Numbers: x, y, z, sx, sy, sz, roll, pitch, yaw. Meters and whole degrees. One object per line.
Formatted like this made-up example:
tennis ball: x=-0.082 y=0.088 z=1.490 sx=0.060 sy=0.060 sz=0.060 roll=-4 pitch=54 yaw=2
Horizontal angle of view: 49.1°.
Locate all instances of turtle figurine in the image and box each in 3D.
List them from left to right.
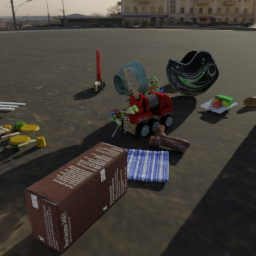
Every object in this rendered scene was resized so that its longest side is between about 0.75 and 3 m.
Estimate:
turtle figurine: x=-0.067 y=-0.223 z=7.630 sx=0.591 sy=0.796 sz=0.821 roll=17 pitch=51 yaw=-45
turtle figurine: x=0.946 y=-1.990 z=12.943 sx=1.279 sy=0.921 sz=1.241 roll=0 pitch=20 yaw=-8

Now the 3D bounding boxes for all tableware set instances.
tableware set: x=-3.315 y=0.240 z=8.792 sx=1.945 sy=0.298 sz=1.310 roll=18 pitch=27 yaw=37

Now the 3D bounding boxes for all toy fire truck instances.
toy fire truck: x=0.546 y=-0.948 z=9.244 sx=1.765 sy=2.005 sz=1.290 roll=-19 pitch=30 yaw=-37

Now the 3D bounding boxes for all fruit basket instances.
fruit basket: x=3.621 y=-0.894 z=11.179 sx=1.106 sy=0.518 sz=1.024 roll=-32 pitch=36 yaw=-24

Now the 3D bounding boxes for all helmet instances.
helmet: x=2.770 y=-2.425 z=12.473 sx=2.008 sy=2.106 sz=2.106 roll=-33 pitch=26 yaw=5

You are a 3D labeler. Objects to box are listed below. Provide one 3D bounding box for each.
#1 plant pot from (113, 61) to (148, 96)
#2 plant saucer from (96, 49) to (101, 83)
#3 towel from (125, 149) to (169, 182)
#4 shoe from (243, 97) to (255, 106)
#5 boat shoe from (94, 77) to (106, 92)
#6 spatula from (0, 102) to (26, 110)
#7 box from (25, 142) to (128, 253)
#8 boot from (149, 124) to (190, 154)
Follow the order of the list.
plant pot: x=0.017 y=-1.620 z=9.796 sx=0.830 sy=1.239 sz=1.239 roll=-25 pitch=33 yaw=-26
plant saucer: x=-0.965 y=-2.038 z=9.265 sx=0.159 sy=0.865 sz=0.867 roll=-1 pitch=-8 yaw=-5
towel: x=0.113 y=0.905 z=7.325 sx=1.902 sy=0.227 sz=1.377 roll=4 pitch=25 yaw=8
shoe: x=5.241 y=-1.096 z=11.729 sx=1.181 sy=0.413 sz=0.315 roll=-13 pitch=-16 yaw=-22
boat shoe: x=-1.338 y=-2.150 z=13.813 sx=0.504 sy=0.548 sz=1.533 roll=8 pitch=27 yaw=-1
spatula: x=-5.300 y=-0.940 z=11.359 sx=1.975 sy=0.159 sz=1.373 roll=2 pitch=16 yaw=6
box: x=-0.872 y=1.224 z=5.554 sx=0.813 sy=1.087 sz=2.171 roll=15 pitch=29 yaw=30
boot: x=1.355 y=0.323 z=8.429 sx=1.188 sy=0.382 sz=1.107 roll=9 pitch=36 yaw=24
